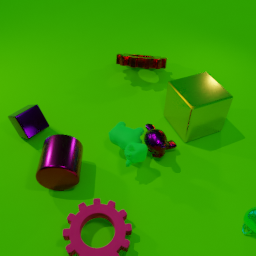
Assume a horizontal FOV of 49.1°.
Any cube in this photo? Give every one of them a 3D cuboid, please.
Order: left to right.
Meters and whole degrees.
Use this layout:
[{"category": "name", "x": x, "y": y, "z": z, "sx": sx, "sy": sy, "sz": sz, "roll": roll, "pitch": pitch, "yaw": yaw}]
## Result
[{"category": "cube", "x": -2.921, "y": -0.199, "z": 8.240, "sx": 0.744, "sy": 0.744, "sz": 0.744, "roll": -38, "pitch": 25, "yaw": -31}, {"category": "cube", "x": 2.030, "y": -0.642, "z": 8.409, "sx": 1.364, "sy": 1.364, "sz": 1.364, "roll": -16, "pitch": 48, "yaw": -17}]

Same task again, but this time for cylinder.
[{"category": "cylinder", "x": -1.713, "y": 0.879, "z": 7.133, "sx": 1.056, "sy": 1.056, "sz": 1.056, "roll": -1, "pitch": 46, "yaw": -1}]

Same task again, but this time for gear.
[{"category": "gear", "x": -0.656, "y": 2.265, "z": 6.098, "sx": 1.453, "sy": 0.269, "sz": 1.453, "roll": 2, "pitch": 49, "yaw": -2}, {"category": "gear", "x": 0.499, "y": -2.495, "z": 10.399, "sx": 1.863, "sy": 0.345, "sz": 1.863, "roll": 4, "pitch": 19, "yaw": -1}]

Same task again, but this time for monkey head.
[{"category": "monkey head", "x": 0.906, "y": 0.349, "z": 7.742, "sx": 0.893, "sy": 0.748, "sz": 1.241, "roll": -15, "pitch": 34, "yaw": -13}]

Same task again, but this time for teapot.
[{"category": "teapot", "x": 2.946, "y": 2.038, "z": 6.156, "sx": 0.654, "sy": 1.052, "sz": 0.515, "roll": 27, "pitch": 33, "yaw": -32}]

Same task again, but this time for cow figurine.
[{"category": "cow figurine", "x": -0.034, "y": 0.407, "z": 7.458, "sx": 1.297, "sy": 0.712, "sz": 1.276, "roll": 21, "pitch": 33, "yaw": 20}]
